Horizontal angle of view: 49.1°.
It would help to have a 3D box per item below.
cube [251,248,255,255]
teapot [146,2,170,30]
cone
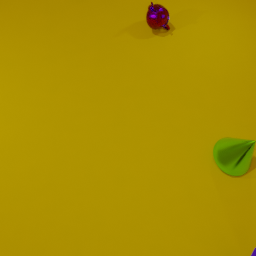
[{"bbox_3d":[2.876,3.273,5.784,0.954,0.954,0.954,26,64,35],"label":"cube"},{"bbox_3d":[1.022,-3.768,9.436,0.822,1.323,0.648,-55,42,-2],"label":"teapot"},{"bbox_3d":[2.952,0.539,7.182,1.117,1.121,1.117,4,65,-9],"label":"cone"}]
